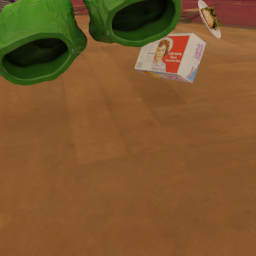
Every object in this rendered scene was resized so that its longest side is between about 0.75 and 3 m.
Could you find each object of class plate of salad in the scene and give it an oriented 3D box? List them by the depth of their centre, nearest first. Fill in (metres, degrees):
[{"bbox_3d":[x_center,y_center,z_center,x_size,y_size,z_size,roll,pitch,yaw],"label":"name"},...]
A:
[{"bbox_3d":[2.664,-3.507,8.930,0.329,1.371,1.371,-26,12,37],"label":"plate of salad"}]

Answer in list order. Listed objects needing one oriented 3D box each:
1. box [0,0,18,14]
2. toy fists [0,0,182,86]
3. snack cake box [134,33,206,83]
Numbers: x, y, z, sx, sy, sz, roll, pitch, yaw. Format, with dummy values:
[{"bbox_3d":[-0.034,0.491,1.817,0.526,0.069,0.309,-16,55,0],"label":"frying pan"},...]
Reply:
[{"bbox_3d":[-2.955,-3.046,7.238,1.214,1.697,0.306,6,17,23],"label":"box"},{"bbox_3d":[-0.505,-1.221,3.154,2.141,0.736,1.092,-21,53,0],"label":"toy fists"},{"bbox_3d":[0.984,-1.759,6.938,0.567,0.971,1.688,18,4,-37],"label":"snack cake box"}]
